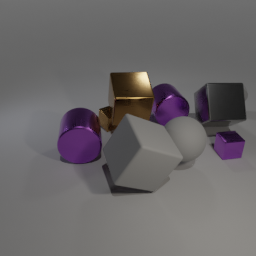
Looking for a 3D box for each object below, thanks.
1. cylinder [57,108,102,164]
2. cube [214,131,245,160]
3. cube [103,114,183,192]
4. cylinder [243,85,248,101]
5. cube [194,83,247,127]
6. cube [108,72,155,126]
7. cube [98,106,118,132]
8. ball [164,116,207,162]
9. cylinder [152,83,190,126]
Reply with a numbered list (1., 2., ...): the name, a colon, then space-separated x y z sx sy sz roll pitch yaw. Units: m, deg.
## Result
1. cylinder: -1.596 0.231 9.370 1.400 1.400 1.400 -4 31 -6
2. cube: 3.426 0.579 9.513 0.700 0.700 0.700 -5 30 -9
3. cube: 0.352 0.700 7.721 1.400 1.400 1.400 17 30 -32
4. cylinder: 4.756 -1.491 12.061 0.700 0.700 0.700 8 27 14
5. cube: 3.421 -0.837 10.575 1.400 1.400 1.400 -1 -8 -6
6. cube: 0.065 -1.081 10.306 1.400 1.400 1.400 -3 50 -10
7. cube: -0.700 -0.392 11.094 0.700 0.700 0.700 -21 49 -32
8. ball: 1.702 0.342 8.628 1.400 1.400 1.400 0 29 0
9. cylinder: 1.618 -0.942 11.474 1.400 1.400 1.400 -5 30 -9
